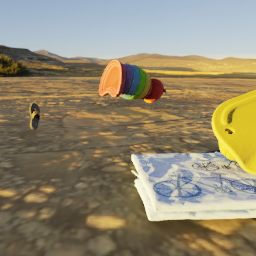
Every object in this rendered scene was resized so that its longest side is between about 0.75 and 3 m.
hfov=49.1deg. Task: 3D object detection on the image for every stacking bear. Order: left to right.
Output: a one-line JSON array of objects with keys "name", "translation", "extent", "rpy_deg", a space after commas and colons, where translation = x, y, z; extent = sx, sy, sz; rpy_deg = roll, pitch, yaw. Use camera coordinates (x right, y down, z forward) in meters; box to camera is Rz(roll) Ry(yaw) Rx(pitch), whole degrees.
[{"name": "stacking bear", "translation": [0.386, -1.814, 11.981], "extent": [2.690, 1.530, 1.633], "rpy_deg": [11, 2, -34]}]

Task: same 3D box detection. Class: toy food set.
[{"name": "toy food set", "translation": [2.749, 0.075, 5.072], "extent": [2.755, 0.900, 1.621], "rpy_deg": [-19, 47, -16]}]

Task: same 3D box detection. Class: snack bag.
[{"name": "snack bag", "translation": [1.260, 0.820, 4.606], "extent": [2.383, 0.271, 2.527], "rpy_deg": [-1, 10, -8]}]

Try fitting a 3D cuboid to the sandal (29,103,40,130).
[{"name": "sandal", "translation": [-2.652, -0.334, 8.004], "extent": [0.309, 0.757, 0.207], "rpy_deg": [9, -9, -43]}]
